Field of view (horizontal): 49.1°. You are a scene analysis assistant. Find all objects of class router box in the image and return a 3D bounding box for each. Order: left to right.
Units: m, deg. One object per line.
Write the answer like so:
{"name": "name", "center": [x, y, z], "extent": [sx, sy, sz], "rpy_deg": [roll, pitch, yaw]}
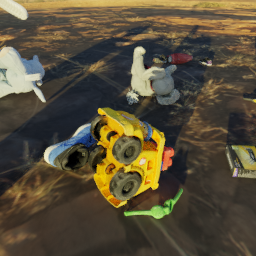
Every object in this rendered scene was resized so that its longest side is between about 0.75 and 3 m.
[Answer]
{"name": "router box", "center": [3.270, 0.908, 7.712], "extent": [0.929, 0.309, 1.181], "rpy_deg": [3, 29, 6]}

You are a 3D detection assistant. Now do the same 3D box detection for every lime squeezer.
{"name": "lime squeezer", "center": [0.758, 1.776, 6.302], "extent": [1.598, 0.301, 0.564], "rpy_deg": [-16, 2, -25]}

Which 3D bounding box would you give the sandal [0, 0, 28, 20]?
{"name": "sandal", "center": [-3.349, -3.550, 7.809], "extent": [1.377, 0.560, 0.338], "rpy_deg": [38, 60, -11]}

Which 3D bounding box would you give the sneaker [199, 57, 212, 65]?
{"name": "sneaker", "center": [4.574, -3.973, 16.414], "extent": [0.343, 0.397, 0.907], "rpy_deg": [-17, 33, -27]}

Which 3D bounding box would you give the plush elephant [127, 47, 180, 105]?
{"name": "plush elephant", "center": [1.129, -1.972, 11.321], "extent": [1.884, 2.005, 2.434], "rpy_deg": [2, 56, 32]}

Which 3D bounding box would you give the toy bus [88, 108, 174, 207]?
{"name": "toy bus", "center": [0.229, 0.540, 6.668], "extent": [2.008, 2.092, 1.420], "rpy_deg": [-11, 30, -29]}

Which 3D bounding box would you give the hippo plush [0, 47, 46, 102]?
{"name": "hippo plush", "center": [-4.590, -2.605, 12.132], "extent": [2.733, 2.177, 2.198], "rpy_deg": [4, 30, 8]}

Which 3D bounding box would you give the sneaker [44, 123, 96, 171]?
{"name": "sneaker", "center": [-1.259, 0.542, 7.890], "extent": [1.946, 0.747, 1.083], "rpy_deg": [-30, 35, -36]}

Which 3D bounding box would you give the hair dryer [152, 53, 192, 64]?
{"name": "hair dryer", "center": [2.667, -4.261, 16.706], "extent": [2.321, 0.631, 1.768], "rpy_deg": [9, 29, 13]}

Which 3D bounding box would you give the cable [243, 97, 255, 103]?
{"name": "cable", "center": [5.190, -1.195, 11.622], "extent": [0.377, 0.196, 0.777], "rpy_deg": [-20, 35, -31]}
